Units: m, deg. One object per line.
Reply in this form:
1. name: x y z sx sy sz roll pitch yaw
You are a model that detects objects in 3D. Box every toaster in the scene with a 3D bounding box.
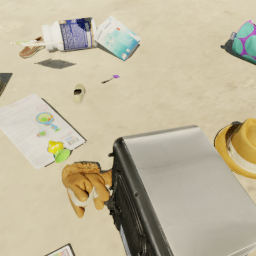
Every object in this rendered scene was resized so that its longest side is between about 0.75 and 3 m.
1. toaster: 0.649 1.508 4.750 1.615 2.462 2.722 -11 46 -15

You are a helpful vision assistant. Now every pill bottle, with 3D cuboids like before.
1. pill bottle: -2.255 -3.620 10.920 1.982 1.147 1.147 -12 45 -13

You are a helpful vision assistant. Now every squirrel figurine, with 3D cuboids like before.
1. squirrel figurine: -0.773 1.154 6.230 1.202 0.911 1.287 -21 50 -29

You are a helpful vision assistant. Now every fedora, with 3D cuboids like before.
1. fedora: 3.194 0.377 7.055 1.958 0.799 1.958 0 43 0

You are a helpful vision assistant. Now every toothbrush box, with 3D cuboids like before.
1. toothbrush box: -0.385 -3.411 10.657 1.482 0.632 1.085 35 48 -4

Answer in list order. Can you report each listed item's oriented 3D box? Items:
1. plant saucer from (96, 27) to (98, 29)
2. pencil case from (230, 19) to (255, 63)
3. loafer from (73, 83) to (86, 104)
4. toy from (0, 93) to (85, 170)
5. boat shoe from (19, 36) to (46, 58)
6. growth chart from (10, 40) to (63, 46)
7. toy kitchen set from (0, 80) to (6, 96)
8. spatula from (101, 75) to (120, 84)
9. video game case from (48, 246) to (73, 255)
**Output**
1. plant saucer: -1.764 -4.168 12.173 1.017 0.196 1.017 0 43 0
2. pencil case: 5.189 -2.820 9.956 1.239 1.346 2.912 -31 53 -34
3. loafer: -1.563 -1.164 8.980 0.357 0.322 0.942 -1 44 -1
4. toy: -2.437 0.120 7.483 1.412 0.579 2.452 -32 54 -32
5. boat shoe: -3.781 -3.189 10.961 0.496 0.471 1.311 19 47 19
6. growth chart: -2.695 -2.527 8.353 1.387 0.123 1.004 14 27 35
7. toy kitchen set: -5.199 -1.456 8.233 2.174 1.774 1.962 0 44 0
8. spatula: -0.607 -1.690 9.698 0.792 0.081 0.224 -32 52 -29
9. video game case: -1.562 2.910 4.917 1.513 0.136 1.083 -21 48 -20
